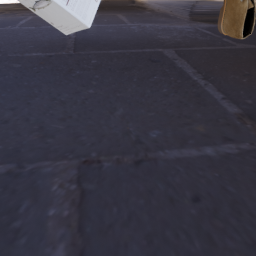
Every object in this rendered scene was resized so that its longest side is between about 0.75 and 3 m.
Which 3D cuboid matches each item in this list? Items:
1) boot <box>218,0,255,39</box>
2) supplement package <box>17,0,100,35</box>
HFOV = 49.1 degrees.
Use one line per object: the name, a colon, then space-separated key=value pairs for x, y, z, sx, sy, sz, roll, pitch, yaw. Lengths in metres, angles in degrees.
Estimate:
boot: x=2.991 y=-3.597 z=7.264 sx=0.954 sy=2.591 sz=0.978 roll=-20 pitch=40 yaw=-10
supplement package: x=-1.950 y=-3.651 z=7.402 sx=1.245 sy=1.249 sz=2.130 roll=7 pitch=-15 yaw=47
